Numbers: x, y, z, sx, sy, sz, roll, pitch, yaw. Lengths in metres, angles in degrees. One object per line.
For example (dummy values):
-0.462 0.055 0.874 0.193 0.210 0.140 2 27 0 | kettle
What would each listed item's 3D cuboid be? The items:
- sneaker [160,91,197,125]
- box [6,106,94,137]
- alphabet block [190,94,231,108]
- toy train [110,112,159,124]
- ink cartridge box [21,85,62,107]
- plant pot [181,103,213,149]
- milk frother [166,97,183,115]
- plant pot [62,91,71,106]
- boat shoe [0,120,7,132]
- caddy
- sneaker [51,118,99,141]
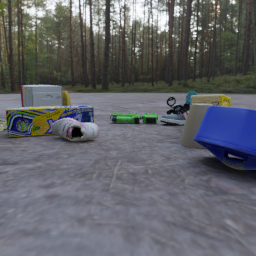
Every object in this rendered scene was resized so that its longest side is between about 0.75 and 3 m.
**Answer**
2.483 -0.871 11.917 2.328 1.405 0.973 -3 10 -20 | sneaker
-2.683 -0.282 9.780 2.872 0.923 1.006 -4 9 -23 | box
2.575 -0.512 8.762 0.999 0.981 0.975 2 1 36 | alphabet block
0.254 -0.405 12.237 2.155 0.450 0.608 1 19 5 | toy train
-4.724 -1.518 15.262 1.628 1.620 2.240 -6 11 -33 | ink cartridge box
2.057 -0.095 7.879 1.091 1.165 1.091 0 8 0 | plant pot
2.516 -1.189 15.117 0.948 1.051 0.988 -4 9 0 | milk frother
-5.182 -2.357 22.172 1.089 1.114 1.082 0 9 3 | plant pot
-4.815 -0.158 10.502 0.522 0.450 1.430 -1 9 -4 | boat shoe
2.357 0.306 5.772 1.493 1.108 2.111 22 -3 -29 | caddy
-1.739 0.051 8.578 1.606 0.653 0.708 3 8 23 | sneaker
